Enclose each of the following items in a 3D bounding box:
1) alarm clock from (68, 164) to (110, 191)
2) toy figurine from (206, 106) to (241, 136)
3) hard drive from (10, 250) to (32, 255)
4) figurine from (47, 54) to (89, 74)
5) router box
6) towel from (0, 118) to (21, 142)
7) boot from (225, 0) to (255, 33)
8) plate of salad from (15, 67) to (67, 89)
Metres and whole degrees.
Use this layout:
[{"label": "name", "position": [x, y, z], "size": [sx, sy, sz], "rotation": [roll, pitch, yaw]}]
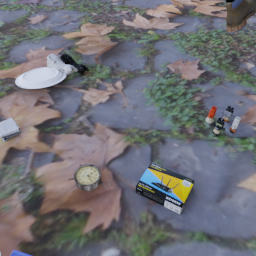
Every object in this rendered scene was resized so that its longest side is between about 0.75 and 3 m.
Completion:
[{"label": "alarm clock", "position": [-1.037, 1.453, 7.940], "size": [1.130, 0.376, 0.763], "rotation": [16, 45, 19]}, {"label": "toy figurine", "position": [3.239, -0.238, 9.541], "size": [0.963, 0.680, 0.978], "rotation": [-3, 42, -12]}, {"label": "hard drive", "position": [-2.165, 3.303, 6.153], "size": [1.314, 0.167, 0.867], "rotation": [12, 45, 12]}, {"label": "figurine", "position": [-2.517, -2.645, 11.832], "size": [1.346, 0.594, 1.380], "rotation": [27, 23, 18]}, {"label": "router box", "position": [1.028, 1.626, 7.773], "size": [1.355, 0.346, 1.011], "rotation": [21, 48, 21]}, {"label": "towel", "position": [-4.036, 0.060, 9.436], "size": [0.655, 0.338, 0.791], "rotation": [-27, 48, -27]}, {"label": "boot", "position": [3.499, -3.825, 8.565], "size": [0.702, 0.911, 1.880], "rotation": [11, 54, 39]}, {"label": "plate of salad", "position": [-3.521, -1.976, 11.450], "size": [2.035, 0.489, 2.035], "rotation": [-2, 33, 2]}]
